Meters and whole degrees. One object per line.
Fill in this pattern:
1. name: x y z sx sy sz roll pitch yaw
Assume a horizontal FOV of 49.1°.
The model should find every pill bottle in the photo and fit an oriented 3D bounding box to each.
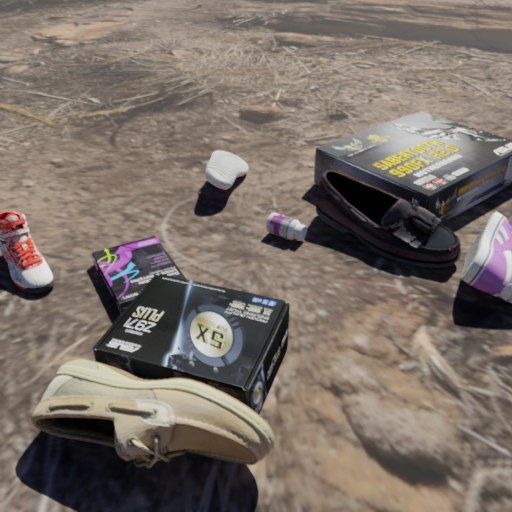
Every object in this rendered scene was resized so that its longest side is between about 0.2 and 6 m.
1. pill bottle: 0.590 -0.540 10.775 0.738 0.415 0.415 21 39 27

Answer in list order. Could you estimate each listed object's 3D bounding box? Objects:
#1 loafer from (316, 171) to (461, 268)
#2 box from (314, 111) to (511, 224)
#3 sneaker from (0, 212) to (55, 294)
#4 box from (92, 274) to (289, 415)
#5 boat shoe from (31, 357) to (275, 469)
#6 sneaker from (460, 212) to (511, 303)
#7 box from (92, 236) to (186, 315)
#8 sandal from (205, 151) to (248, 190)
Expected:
1. loafer: 2.365 -0.732 10.466 3.031 0.955 1.090 27 54 33
2. box: 3.693 -2.053 12.558 3.824 0.924 3.028 -24 41 -32
3. sneaker: -4.071 -0.121 9.670 0.593 0.952 1.777 -22 40 -29
4. box: -0.797 1.254 7.656 2.130 0.917 1.744 12 36 17
5. boat shoe: -1.242 2.005 6.530 2.930 1.057 0.952 11 45 18
6. sneaker: 4.346 0.115 9.648 1.301 0.827 2.283 29 40 12
7. box: -2.004 0.291 9.647 1.211 0.306 1.694 -17 39 -23
8. sandal: -0.775 -1.885 12.610 0.862 0.521 2.118 36 24 -1
